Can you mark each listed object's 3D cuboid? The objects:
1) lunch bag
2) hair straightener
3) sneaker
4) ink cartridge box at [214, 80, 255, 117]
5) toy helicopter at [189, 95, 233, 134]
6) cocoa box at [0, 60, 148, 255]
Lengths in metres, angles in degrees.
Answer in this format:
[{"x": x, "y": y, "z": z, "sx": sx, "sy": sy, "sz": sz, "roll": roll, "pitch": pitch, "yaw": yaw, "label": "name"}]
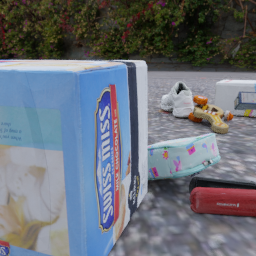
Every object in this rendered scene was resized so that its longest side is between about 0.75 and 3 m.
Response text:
[{"x": 0.730, "y": 0.470, "z": 4.513, "sx": 1.119, "sy": 0.538, "sz": 1.395, "roll": -9, "pitch": -3, "yaw": -44, "label": "lunch bag"}, {"x": 1.895, "y": 0.832, "z": 3.807, "sx": 2.117, "sy": 0.433, "sz": 0.814, "roll": -4, "pitch": 13, "yaw": 9, "label": "hair straightener"}, {"x": 1.873, "y": -1.142, "z": 10.364, "sx": 0.926, "sy": 1.181, "sz": 2.377, "roll": -3, "pitch": 14, "yaw": -13, "label": "sneaker"}, {"x": 4.751, "y": -1.123, "z": 10.244, "sx": 2.774, "sy": 1.214, "sz": 2.015, "roll": 9, "pitch": 16, "yaw": 26, "label": "ink cartridge box"}, {"x": 2.637, "y": -0.290, "z": 8.384, "sx": 1.284, "sy": 0.766, "sz": 1.942, "roll": 9, "pitch": 24, "yaw": -3, "label": "toy helicopter"}, {"x": -1.378, "y": 0.169, "z": 3.413, "sx": 2.903, "sy": 1.936, "sz": 1.905, "roll": 5, "pitch": 15, "yaw": 18, "label": "cocoa box"}]
